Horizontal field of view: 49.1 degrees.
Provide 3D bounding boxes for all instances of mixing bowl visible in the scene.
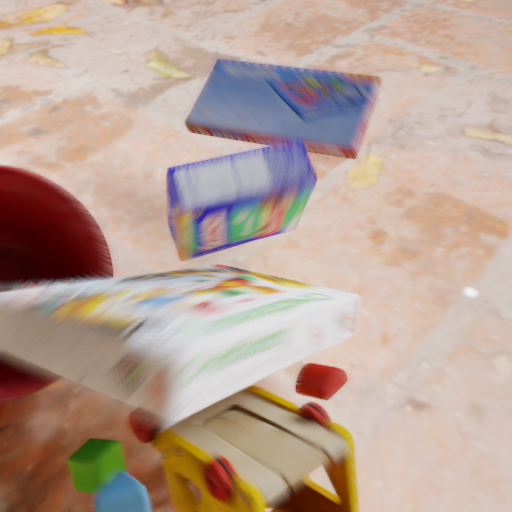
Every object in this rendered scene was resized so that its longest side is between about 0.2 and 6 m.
[{"bbox_3d":[-3.731,0.410,7.861,3.092,1.675,3.092,4,81,-26],"label":"mixing bowl"}]

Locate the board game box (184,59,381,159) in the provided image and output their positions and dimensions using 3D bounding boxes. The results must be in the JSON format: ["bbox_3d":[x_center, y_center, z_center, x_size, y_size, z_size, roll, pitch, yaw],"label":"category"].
[{"bbox_3d":[0.486,-2.870,10.687,3.403,0.331,1.752,14,67,20],"label":"board game box"}]

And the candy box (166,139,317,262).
[{"bbox_3d":[-0.267,-0.754,7.979,1.916,1.620,0.738,-14,70,-13],"label":"candy box"}]

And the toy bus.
[{"bbox_3d":[-0.307,2.388,6.373,2.837,1.554,3.007,-5,14,7],"label":"toy bus"}]

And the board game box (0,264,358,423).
[{"bbox_3d":[-0.654,0.768,6.855,2.488,0.682,3.942,11,10,30],"label":"board game box"}]
